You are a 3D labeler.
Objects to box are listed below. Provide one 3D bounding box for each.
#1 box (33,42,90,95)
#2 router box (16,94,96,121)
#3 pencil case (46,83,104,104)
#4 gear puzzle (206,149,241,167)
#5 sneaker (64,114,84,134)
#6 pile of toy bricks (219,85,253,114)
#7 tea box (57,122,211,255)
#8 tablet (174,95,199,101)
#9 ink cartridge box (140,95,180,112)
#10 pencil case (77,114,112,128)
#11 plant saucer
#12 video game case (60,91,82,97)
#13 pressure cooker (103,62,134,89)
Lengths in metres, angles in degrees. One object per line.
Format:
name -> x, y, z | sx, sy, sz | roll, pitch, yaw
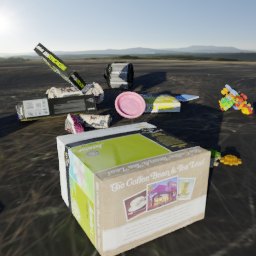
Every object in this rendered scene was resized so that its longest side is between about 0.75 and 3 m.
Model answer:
box -> -2.671, -2.383, 11.586 | 2.000, 0.492, 2.071 | 41, -3, 15
router box -> -3.147, -0.863, 12.082 | 2.908, 0.759, 2.286 | -9, 4, -27
pencil case -> -2.836, -1.766, 15.196 | 2.892, 1.125, 1.294 | -12, 49, -33
gear puzzle -> 2.196, 0.789, 8.469 | 2.324, 0.304, 1.204 | 10, 20, 28
sneaker -> -2.119, 0.022, 10.750 | 0.476, 0.565, 1.291 | 19, 25, -42
pile of toy bricks -> 5.230, -1.325, 14.393 | 1.137, 1.277, 2.302 | -38, 28, 8
tea box -> 0.023, 0.993, 5.727 | 2.286, 1.528, 2.249 | -10, 20, -28
tablet -> 3.514, -1.859, 17.336 | 1.120, 0.118, 1.721 | 14, 21, 39
ink cartridge box -> 1.240, -1.352, 14.961 | 2.600, 0.611, 2.570 | 1, 17, -3
pencil case -> -1.401, -0.303, 11.584 | 1.414, 0.550, 0.633 | 2, 26, 7
plant saucer -> 0.089, -0.983, 12.466 | 1.345, 0.341, 1.345 | 4, 60, -7
video game case -> -2.390, -1.403, 11.711 | 0.765, 0.093, 0.841 | -9, 1, -21
pressure cooker -> -0.758, -3.889, 20.838 | 2.220, 1.953, 1.983 | 2, 33, 11
